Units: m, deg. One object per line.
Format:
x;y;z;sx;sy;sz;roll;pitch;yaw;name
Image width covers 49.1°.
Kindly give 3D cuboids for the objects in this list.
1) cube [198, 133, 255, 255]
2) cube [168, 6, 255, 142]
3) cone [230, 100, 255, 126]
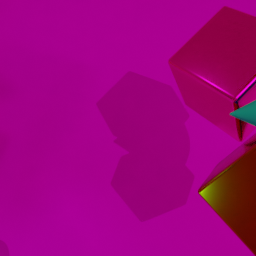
2.075;0.866;4.230;1.252;1.252;1.252;48;122;12;cube
1.782;-0.897;4.769;1.393;1.393;1.393;-44;53;-4;cube
2.191;-0.211;3.664;1.632;1.626;1.626;-2;76;12;cone
